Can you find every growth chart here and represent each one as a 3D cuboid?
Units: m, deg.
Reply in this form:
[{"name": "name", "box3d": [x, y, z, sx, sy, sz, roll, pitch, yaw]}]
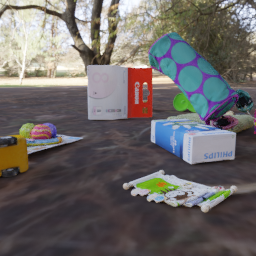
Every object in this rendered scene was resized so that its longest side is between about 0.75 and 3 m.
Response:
[{"name": "growth chart", "box3d": [0.753, 0.942, 4.290, 1.481, 0.131, 1.072, 8, 14, 39]}]

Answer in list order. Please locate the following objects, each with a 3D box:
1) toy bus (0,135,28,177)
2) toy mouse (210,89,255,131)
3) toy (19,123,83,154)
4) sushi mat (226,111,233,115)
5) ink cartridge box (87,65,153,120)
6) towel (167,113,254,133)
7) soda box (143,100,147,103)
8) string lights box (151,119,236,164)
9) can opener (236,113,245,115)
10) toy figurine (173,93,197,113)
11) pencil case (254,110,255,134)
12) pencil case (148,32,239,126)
[{"name": "toy bus", "box3d": [-2.887, 0.562, 4.766, 2.156, 0.702, 0.844, -9, 13, -38]}, {"name": "toy mouse", "box3d": [3.013, -0.447, 8.119, 1.716, 1.931, 0.374, 24, -14, 40]}, {"name": "toy", "box3d": [-2.381, 0.188, 7.088, 1.421, 0.582, 2.467, 5, 12, 22]}, {"name": "sushi mat", "box3d": [4.027, -0.574, 12.378, 1.205, 0.152, 2.519, 3, 11, 20]}, {"name": "ink cartridge box", "box3d": [-0.289, -1.431, 11.380, 2.664, 2.165, 0.760, 0, 8, -1]}, {"name": "towel", "box3d": [2.810, -0.227, 9.651, 2.507, 0.457, 1.860, 10, 15, 42]}, {"name": "soda box", "box3d": [0.573, -1.204, 14.693, 0.503, 0.533, 1.572, -7, 12, -32]}, {"name": "string lights box", "box3d": [1.433, 0.243, 6.651, 1.066, 0.611, 2.074, -4, 11, -18]}, {"name": "can opener", "box3d": [4.695, -0.461, 11.717, 0.894, 0.299, 0.238, -4, -29, -46]}, {"name": "toy figurine", "box3d": [3.815, -1.412, 14.582, 2.260, 1.696, 2.080, -22, -18, 33]}, {"name": "pencil case", "box3d": [4.883, -0.183, 7.702, 2.662, 1.177, 1.177, 11, 15, 41]}, {"name": "pencil case", "box3d": [1.768, -1.401, 7.901, 2.696, 1.246, 1.147, 52, 29, 20]}]
